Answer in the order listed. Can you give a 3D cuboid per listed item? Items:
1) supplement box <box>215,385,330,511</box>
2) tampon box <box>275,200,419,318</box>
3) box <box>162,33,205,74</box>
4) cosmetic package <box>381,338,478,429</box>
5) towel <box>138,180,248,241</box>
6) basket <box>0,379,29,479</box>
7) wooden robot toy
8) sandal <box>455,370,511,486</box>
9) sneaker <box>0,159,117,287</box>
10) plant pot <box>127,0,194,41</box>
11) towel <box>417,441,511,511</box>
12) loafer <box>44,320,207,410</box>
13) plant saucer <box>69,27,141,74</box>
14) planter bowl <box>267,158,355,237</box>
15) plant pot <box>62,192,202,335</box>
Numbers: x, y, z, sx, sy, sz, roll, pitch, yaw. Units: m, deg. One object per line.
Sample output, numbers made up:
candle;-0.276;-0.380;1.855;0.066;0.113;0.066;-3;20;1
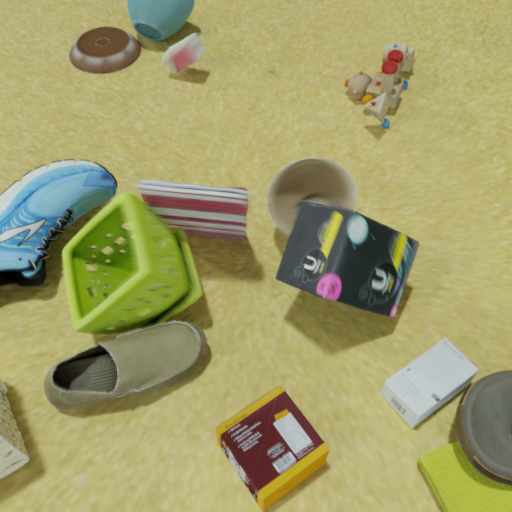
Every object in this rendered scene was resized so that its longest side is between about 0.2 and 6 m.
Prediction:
supplement box;0.174;2.222;6.523;0.932;0.628;0.945;-29;60;-19
tampon box;1.196;0.050;7.248;0.926;1.467;1.100;19;92;49
box;-1.384;-3.864;10.703;0.689;0.376;0.441;-13;40;37
cosmetic package;2.188;1.597;7.090;1.075;0.436;0.607;-32;59;-20
towel;-0.814;-0.619;7.788;1.389;1.928;0.219;5;76;-1
basket;-3.782;2.145;6.134;2.098;1.422;1.294;-29;64;-19
wooden robot toy;2.181;-3.315;10.359;1.057;1.026;2.329;13;54;23
sandal;3.947;1.834;6.425;3.398;0.927;1.388;3;49;-5
sneaker;-3.266;-0.200;8.156;3.072;1.204;1.382;-37;77;-16
plant pot;-2.051;-4.965;11.392;1.375;1.375;0.926;16;84;12
towel;3.358;3.710;5.684;1.746;0.366;4.058;-14;54;-16
loafer;-1.594;1.369;6.946;2.092;0.705;0.795;-21;78;-13
plant saucer;-3.095;-4.253;11.398;1.473;0.269;1.473;0;55;0
planter bowl;0.866;-0.717;8.379;1.265;0.851;1.265;-4;72;12
plant pot;-1.568;0.224;7.393;1.384;1.256;1.377;-38;52;23
